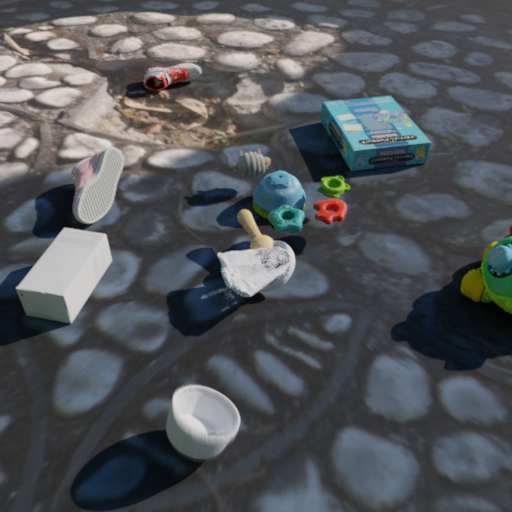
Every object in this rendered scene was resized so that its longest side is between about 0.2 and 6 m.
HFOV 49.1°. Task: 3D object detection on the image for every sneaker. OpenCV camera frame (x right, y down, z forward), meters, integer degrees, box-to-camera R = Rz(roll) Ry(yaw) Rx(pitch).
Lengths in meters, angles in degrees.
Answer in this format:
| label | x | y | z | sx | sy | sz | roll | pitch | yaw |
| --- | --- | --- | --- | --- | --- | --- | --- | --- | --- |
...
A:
| label | x | y | z | sx | sy | sz | roll | pitch | yaw |
| --- | --- | --- | --- | --- | --- | --- | --- | --- | --- |
| sneaker | -2.290 | -4.873 | 15.360 | 1.596 | 0.533 | 0.856 | -2 | 42 | 3 |
| sneaker | -3.374 | -1.350 | 11.317 | 0.963 | 0.693 | 1.842 | -10 | 52 | 33 |

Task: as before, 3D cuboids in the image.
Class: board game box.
| label | x | y | z | sx | sy | sz | roll | pitch | yaw |
| --- | --- | --- | --- | --- | --- | --- | --- | --- | --- |
| board game box | 2.708 | -2.911 | 13.088 | 1.794 | 0.558 | 2.376 | -7 | 42 | -8 |

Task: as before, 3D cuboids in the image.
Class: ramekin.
| label | x | y | z | sx | sy | sz | roll | pitch | yaw |
| --- | --- | --- | --- | --- | --- | --- | --- | --- | --- |
| ramekin | -0.709 | 2.137 | 7.123 | 0.911 | 0.478 | 0.911 | 20 | 22 | -8 |

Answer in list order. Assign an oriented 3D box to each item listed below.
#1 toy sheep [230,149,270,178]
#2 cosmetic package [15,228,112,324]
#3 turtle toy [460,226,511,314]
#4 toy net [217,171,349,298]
| label | x | y | z | sx | sy | sz | roll | pitch | yaw |
| --- | --- | --- | --- | --- | --- | --- | --- | --- | --- |
| toy sheep | -0.120 | -1.878 | 11.518 | 0.853 | 0.588 | 0.588 | -12 | 42 | -4 |
| cosmetic package | -3.160 | 0.290 | 9.369 | 0.855 | 0.674 | 1.588 | 10 | 43 | 10 |
| turtle toy | 4.656 | 0.089 | 9.133 | 1.851 | 1.284 | 2.540 | 28 | 48 | 28 |
| toy net | 0.514 | -0.346 | 10.154 | 1.922 | 0.708 | 3.665 | 13 | 45 | 10 |
